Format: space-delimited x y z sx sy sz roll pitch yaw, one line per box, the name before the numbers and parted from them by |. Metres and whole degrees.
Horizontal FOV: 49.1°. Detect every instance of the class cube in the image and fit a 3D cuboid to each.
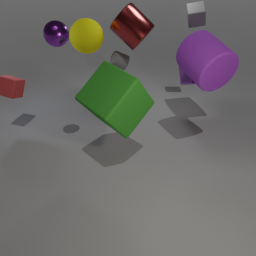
cube | 2.819 -4.691 11.579 0.700 0.700 0.700 -5 58 11
cube | -4.398 -1.545 10.513 0.700 0.700 0.700 16 14 8
cube | 2.900 -2.515 11.159 1.400 1.400 1.400 -9 8 -7
cube | -0.352 -0.800 8.087 1.400 1.400 1.400 35 86 33

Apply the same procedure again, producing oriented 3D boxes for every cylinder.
cylinder | 2.447 -2.099 8.760 1.400 1.400 1.400 -13 50 -22
cylinder | -0.393 -3.131 12.972 0.700 0.700 0.700 17 23 -24
cylinder | 0.178 -4.330 12.011 1.400 1.400 1.400 42 32 -9

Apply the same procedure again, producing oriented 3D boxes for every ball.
ball | -1.977 -2.590 7.709 0.700 0.700 0.700 0 30 0
ball | -1.719 -3.809 11.623 1.400 1.400 1.400 0 30 0
